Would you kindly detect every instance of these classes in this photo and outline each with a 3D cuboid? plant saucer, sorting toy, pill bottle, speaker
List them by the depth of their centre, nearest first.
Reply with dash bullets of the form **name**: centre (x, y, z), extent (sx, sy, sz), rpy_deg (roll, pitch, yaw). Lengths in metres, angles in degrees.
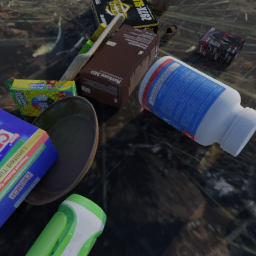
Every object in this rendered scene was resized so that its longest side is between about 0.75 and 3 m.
- **speaker**: centre (-1.437, 2.574, 5.357), extent (1.119, 1.119, 2.530), rpy_deg (23, 56, 17)
- **plant saucer**: centre (-1.644, 0.519, 6.688), extent (2.701, 0.494, 2.701), rpy_deg (-18, 55, 28)
- **pill bottle**: centre (1.865, -0.562, 7.414), extent (2.939, 1.650, 1.650), rpy_deg (36, 60, 25)
- **sorting toy**: centre (-1.253, -2.294, 8.525), extent (0.437, 2.218, 2.397), rpy_deg (41, 54, -12)

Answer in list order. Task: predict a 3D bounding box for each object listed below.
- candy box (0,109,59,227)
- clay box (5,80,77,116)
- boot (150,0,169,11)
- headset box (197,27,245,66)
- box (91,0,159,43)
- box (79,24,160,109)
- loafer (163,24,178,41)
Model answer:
- **candy box**: centre (-3.488, 0.738, 6.501), extent (2.845, 1.096, 2.406), rpy_deg (23, 60, 24)
- **clay box**: centre (-2.421, -0.817, 7.945), extent (1.942, 1.116, 0.462), rpy_deg (0, 53, 1)
- **boot**: centre (1.471, -5.766, 12.055), extent (0.765, 0.746, 2.026), rpy_deg (7, 54, 19)
- **headset box**: centre (3.214, -2.935, 9.934), extent (1.427, 0.535, 1.060), rpy_deg (31, 58, 21)
- **box**: centre (-0.216, -4.459, 11.042), extent (2.163, 0.669, 2.709), rpy_deg (-9, 53, -9)
- **box**: centre (-0.197, -2.056, 8.968), extent (1.405, 1.051, 2.806), rpy_deg (22, 57, 16)
- **loafer**: centre (1.643, -3.665, 10.614), extent (0.359, 0.349, 0.984), rpy_deg (22, 56, 16)
